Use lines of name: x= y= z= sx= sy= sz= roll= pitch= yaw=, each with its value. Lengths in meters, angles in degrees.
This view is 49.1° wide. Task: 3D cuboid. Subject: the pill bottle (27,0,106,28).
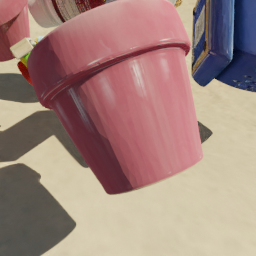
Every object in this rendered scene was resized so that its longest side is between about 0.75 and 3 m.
pill bottle: x=-1.218 y=-3.607 z=7.546 sx=2.749 sy=1.569 sz=1.569 roll=-4 pitch=40 yaw=18

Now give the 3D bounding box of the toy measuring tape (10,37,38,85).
toy measuring tape: x=-1.696 y=-1.233 z=5.529 sx=1.031 sy=1.031 sz=2.802 roll=-11 pitch=17 yaw=-12

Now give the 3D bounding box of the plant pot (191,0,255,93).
plant pot: x=2.592 y=-2.108 z=5.951 sx=2.220 sy=2.469 sz=2.469 roll=2 pitch=86 yaw=3

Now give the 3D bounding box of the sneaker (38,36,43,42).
sneaker: x=-1.544 y=-1.262 z=4.966 sx=0.333 sy=0.814 sz=0.301 roll=26 pitch=35 yaw=-6

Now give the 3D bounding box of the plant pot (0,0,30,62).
plant pot: x=-3.198 y=-2.679 z=6.316 sx=2.248 sy=2.012 sz=2.248 roll=1 pitch=65 yaw=-3

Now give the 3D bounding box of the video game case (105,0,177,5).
video game case: x=0.266 y=-2.290 z=5.558 sx=0.315 sy=2.755 sz=2.508 roll=40 pitch=43 yaw=10

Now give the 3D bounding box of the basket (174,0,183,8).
basket: x=0.742 y=-4.739 z=8.658 sx=2.121 sy=1.580 sz=1.514 roll=34 pitch=57 yaw=26

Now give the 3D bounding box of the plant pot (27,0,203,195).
plant pot: x=0.005 y=-0.271 z=3.957 sx=2.254 sy=2.254 sz=2.017 roll=-20 pitch=88 yaw=-21
